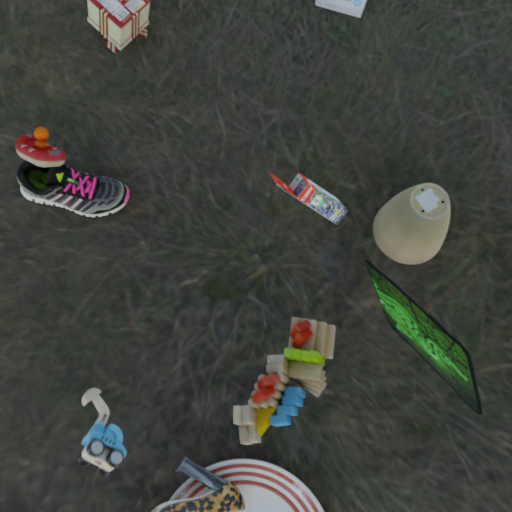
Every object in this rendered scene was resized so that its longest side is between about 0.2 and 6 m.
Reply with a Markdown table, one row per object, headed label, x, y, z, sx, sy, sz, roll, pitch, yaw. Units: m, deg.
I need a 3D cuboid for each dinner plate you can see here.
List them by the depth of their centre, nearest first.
| label | x | y | z | sx | sy | sz | roll | pitch | yaw |
| --- | --- | --- | --- | --- | --- | --- | --- | --- | --- |
| dinner plate | -0.220 | 5.136 | 9.591 | 3.132 | 0.380 | 3.132 | 0 | 71 | 1 |

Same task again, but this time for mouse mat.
| label | x | y | z | sx | sy | sz | roll | pitch | yaw |
| --- | --- | --- | --- | --- | --- | --- | --- | --- | --- |
| mouse mat | 2.500 | 1.200 | 8.467 | 0.088 | 1.876 | 2.332 | -34 | 42 | -4 |

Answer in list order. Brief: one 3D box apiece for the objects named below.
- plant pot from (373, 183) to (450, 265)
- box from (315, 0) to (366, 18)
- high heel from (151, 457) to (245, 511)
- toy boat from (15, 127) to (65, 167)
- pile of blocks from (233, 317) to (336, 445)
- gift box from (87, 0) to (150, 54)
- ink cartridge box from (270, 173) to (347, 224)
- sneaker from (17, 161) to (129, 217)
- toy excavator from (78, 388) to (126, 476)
| label | x | y | z | sx | sy | sz | roll | pitch | yaw |
| --- | --- | --- | --- | --- | --- | --- | --- | --- | --- |
| plant pot | 3.151 | -0.756 | 10.918 | 1.465 | 1.564 | 1.465 | 0 | 72 | 1 |
| box | 2.192 | -6.544 | 13.503 | 1.160 | 0.306 | 1.488 | 19 | 74 | 6 |
| high heel | -1.111 | 4.567 | 9.375 | 1.382 | 0.692 | 1.939 | 33 | 69 | -4 |
| toy boat | -3.234 | -1.672 | 8.394 | 0.800 | 0.522 | 0.523 | 26 | 115 | 29 |
| pile of blocks | 0.454 | 1.941 | 8.623 | 0.952 | 0.721 | 2.319 | 28 | 81 | 28 |
| gift box | -3.086 | -5.406 | 12.710 | 1.140 | 1.154 | 1.236 | -45 | 97 | -15 |
| ink cartridge box | 0.922 | -1.135 | 9.944 | 1.359 | 0.740 | 0.342 | 31 | 105 | -20 |
| sneaker | -3.805 | -1.436 | 11.418 | 2.354 | 1.030 | 0.869 | 10 | 72 | 3 |
| toy excavator | -2.430 | 2.740 | 8.811 | 1.022 | 0.525 | 1.051 | 33 | 40 | -11 |
